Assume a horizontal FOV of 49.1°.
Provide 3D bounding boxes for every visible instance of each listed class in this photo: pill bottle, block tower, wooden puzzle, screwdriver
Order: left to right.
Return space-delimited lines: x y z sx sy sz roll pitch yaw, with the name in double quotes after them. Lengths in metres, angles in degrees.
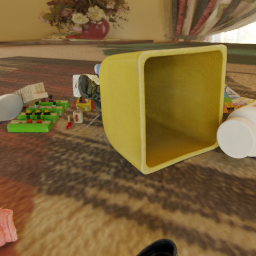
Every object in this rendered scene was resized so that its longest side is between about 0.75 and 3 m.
-3.888 -1.263 10.846 2.083 0.602 0.563 -6 10 46 "block tower"
-1.082 -0.398 10.107 0.256 0.267 1.835 -7 28 24 "screwdriver"
2.811 -0.694 9.351 2.452 0.172 1.454 -3 41 1 "wooden puzzle"
3.475 -0.017 7.554 2.392 1.329 1.329 -19 28 -38 "pill bottle"

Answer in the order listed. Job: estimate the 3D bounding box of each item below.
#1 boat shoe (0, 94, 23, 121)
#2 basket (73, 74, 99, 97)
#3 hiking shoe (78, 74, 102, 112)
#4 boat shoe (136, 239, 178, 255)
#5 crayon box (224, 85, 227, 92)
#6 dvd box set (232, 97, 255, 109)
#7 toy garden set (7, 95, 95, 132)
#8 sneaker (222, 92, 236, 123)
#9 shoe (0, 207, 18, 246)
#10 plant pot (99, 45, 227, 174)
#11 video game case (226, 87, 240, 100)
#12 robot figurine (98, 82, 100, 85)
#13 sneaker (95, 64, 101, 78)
-4.771 -0.516 9.573 0.886 0.935 2.673 9 31 18 "boat shoe"
-1.909 -1.971 13.023 1.018 1.009 0.819 11 22 27 "basket"
-0.929 -1.234 9.463 0.974 0.733 1.934 -7 -26 21 "hiking shoe"
0.050 2.003 3.452 0.681 0.568 1.826 21 31 39 "boat shoe"
3.859 -1.719 12.477 0.910 0.307 1.055 10 24 26 "crayon box"
4.993 -0.782 10.942 1.466 0.295 2.003 -18 27 -38 "dvd box set"
-2.585 -0.673 10.236 2.484 0.595 2.980 0 21 1 "toy garden set"
3.504 -0.608 10.091 1.247 0.818 2.168 23 37 28 "sneaker"
-2.324 1.540 4.805 0.611 0.480 1.343 -12 29 -30 "shoe"
0.634 -0.835 7.844 2.803 2.785 2.868 -14 22 -31 "plant pot"
3.586 -1.775 13.463 2.621 0.316 2.875 0 22 1 "video game case"
-0.646 -1.669 12.110 1.661 1.095 1.893 -13 13 33 "robot figurine"
-0.521 -1.882 9.798 0.677 0.689 1.789 -31 52 -30 "sneaker"
